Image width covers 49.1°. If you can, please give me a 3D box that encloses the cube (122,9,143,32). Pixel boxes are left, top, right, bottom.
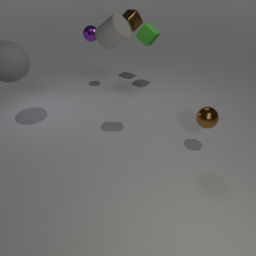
[{"bbox_3d":[0.147,-5.052,13.169,0.700,0.700,0.700,-50,44,-12],"label":"cube"}]

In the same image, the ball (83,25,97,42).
[{"bbox_3d":[-1.650,-4.206,12.481,0.700,0.700,0.700,0,32,0],"label":"ball"}]

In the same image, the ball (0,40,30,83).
[{"bbox_3d":[-4.059,-2.245,9.494,1.400,1.400,1.400,0,32,0],"label":"ball"}]

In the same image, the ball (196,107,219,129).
[{"bbox_3d":[2.514,-0.326,8.873,0.700,0.700,0.700,0,32,0],"label":"ball"}]

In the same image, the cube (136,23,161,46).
[{"bbox_3d":[0.907,-4.203,12.589,0.700,0.700,0.700,45,33,3],"label":"cube"}]

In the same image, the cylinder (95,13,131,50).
[{"bbox_3d":[-0.395,-2.544,7.431,0.700,0.700,0.700,-25,16,36],"label":"cylinder"}]
